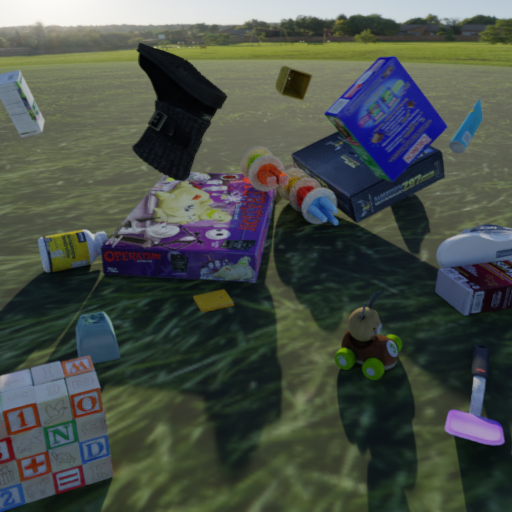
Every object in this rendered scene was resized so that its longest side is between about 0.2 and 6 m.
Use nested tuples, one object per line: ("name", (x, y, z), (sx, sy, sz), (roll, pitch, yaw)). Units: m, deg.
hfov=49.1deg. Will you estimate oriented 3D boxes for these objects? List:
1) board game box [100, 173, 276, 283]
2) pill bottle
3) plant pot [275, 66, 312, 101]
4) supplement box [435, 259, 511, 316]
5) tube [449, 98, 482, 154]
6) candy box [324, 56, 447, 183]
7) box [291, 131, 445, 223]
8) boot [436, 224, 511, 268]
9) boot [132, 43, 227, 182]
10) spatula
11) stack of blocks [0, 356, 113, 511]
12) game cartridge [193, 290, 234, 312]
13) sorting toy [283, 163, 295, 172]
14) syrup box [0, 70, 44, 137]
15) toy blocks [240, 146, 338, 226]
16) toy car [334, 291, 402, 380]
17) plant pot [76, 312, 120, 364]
("board game box", (-1.229, -0.901, 13.016), (3.097, 0.833, 5.160), (6, 25, 3))
("pill bottle", (-3.660, -0.128, 11.282), (1.282, 0.718, 0.718), (-13, 28, -25))
("plant pot", (0.942, -4.747, 15.204), (0.745, 0.740, 0.762), (6, 29, -29))
("supplement box", (4.246, 0.538, 10.091), (1.711, 0.521, 0.931), (-6, 26, -16))
("tube", (4.009, -2.419, 10.522), (0.297, 0.456, 1.178), (20, 60, 35))
("candy box", (2.403, -2.500, 10.356), (1.483, 1.754, 0.676), (-45, 23, 3))
("box", (2.825, -2.402, 14.798), (2.661, 0.861, 3.374), (-27, 35, -8))
("boot", (4.438, -0.161, 11.382), (2.468, 0.898, 1.115), (-2, 17, -23))
("boot", (-2.061, -3.192, 12.259), (1.089, 2.163, 2.893), (3, 36, -48))
("spatula", (3.042, 1.825, 7.660), (0.686, 0.249, 2.426), (12, 27, 20))
("stack of blocks", (-2.774, 2.023, 5.993), (2.239, 1.289, 0.656), (-11, 27, -22))
("game cartridge", (-0.767, 0.809, 10.035), (0.598, 0.097, 0.527), (-12, 27, -18))
("sorting toy", (1.450, -2.467, 16.693), (2.627, 0.387, 1.941), (-19, 31, -35))
("syrup box", (-4.505, -2.888, 10.701), (0.461, 1.133, 0.446), (-13, 46, 1))
("toy blocks", (0.856, -1.609, 13.442), (2.130, 0.928, 2.555), (26, 14, -27))
("toy car", (1.690, 1.082, 8.243), (0.860, 1.091, 0.896), (16, 29, 30))
("plant pot", (-2.443, 1.212, 8.542), (0.600, 0.613, 0.601), (-9, 27, -19))
